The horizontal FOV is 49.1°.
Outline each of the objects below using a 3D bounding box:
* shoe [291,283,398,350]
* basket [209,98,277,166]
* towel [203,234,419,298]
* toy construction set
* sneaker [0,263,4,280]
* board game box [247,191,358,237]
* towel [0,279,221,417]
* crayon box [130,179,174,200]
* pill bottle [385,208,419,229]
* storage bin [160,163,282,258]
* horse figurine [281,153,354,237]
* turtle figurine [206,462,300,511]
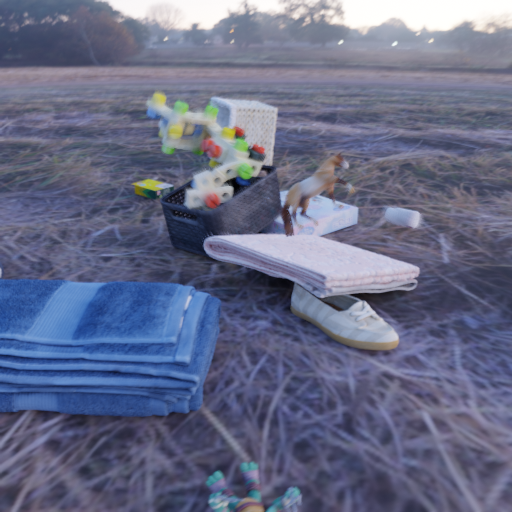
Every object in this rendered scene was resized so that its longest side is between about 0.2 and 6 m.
[{"bbox_3d":[1.324,0.914,8.864,0.729,0.557,2.086,-16,26,-40],"label":"shoe"},{"bbox_3d":[-0.511,-4.146,19.049,1.746,2.171,2.152,-3,23,-22],"label":"basket"},{"bbox_3d":[1.033,0.102,10.125,2.981,0.480,2.847,-1,16,-46],"label":"towel"},{"bbox_3d":[-1.058,-2.260,12.074,2.054,1.443,3.133,5,45,-37],"label":"toy construction set"},{"bbox_3d":[-5.874,0.366,9.637,2.885,1.011,1.565,-14,25,-37],"label":"sneaker"},{"bbox_3d":[0.933,-1.008,13.585,2.175,0.472,2.164,-18,28,-36],"label":"board game box"},{"bbox_3d":[-2.833,1.076,7.803,4.551,1.105,2.541,1,22,2],"label":"towel"},{"bbox_3d":[-2.957,-1.904,15.973,1.116,0.284,0.709,19,29,37],"label":"crayon box"},{"bbox_3d":[3.428,-0.907,13.180,0.709,0.402,0.402,17,28,35],"label":"pill bottle"},{"bbox_3d":[-0.702,-1.084,12.285,1.614,1.120,2.388,15,39,37],"label":"storage bin"},{"bbox_3d":[1.020,-1.077,9.941,1.663,0.415,1.102,-37,50,13],"label":"horse figurine"},{"bbox_3d":[-0.069,2.409,5.355,0.835,0.562,1.116,6,4,-20],"label":"turtle figurine"}]
